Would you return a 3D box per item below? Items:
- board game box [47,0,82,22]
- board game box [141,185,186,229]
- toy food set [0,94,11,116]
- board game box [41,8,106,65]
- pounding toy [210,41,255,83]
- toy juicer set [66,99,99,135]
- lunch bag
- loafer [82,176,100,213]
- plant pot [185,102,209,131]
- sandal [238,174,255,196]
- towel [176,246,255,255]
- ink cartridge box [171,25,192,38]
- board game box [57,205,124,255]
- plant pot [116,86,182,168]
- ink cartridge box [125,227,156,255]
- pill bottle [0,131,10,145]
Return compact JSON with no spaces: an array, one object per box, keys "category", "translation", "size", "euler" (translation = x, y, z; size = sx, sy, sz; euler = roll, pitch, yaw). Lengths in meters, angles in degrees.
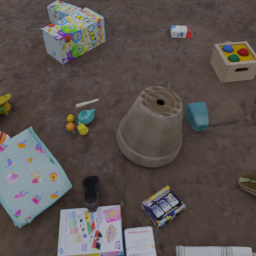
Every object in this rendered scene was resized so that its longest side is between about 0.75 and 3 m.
[{"category":"board game box","translation":[-3.332,-6.047,14.972],"size":[1.673,0.877,0.862],"euler":[27,55,20]},{"category":"board game box","translation":[1.054,2.355,8.392],"size":[1.042,0.295,0.861],"euler":[-28,54,-21]},{"category":"toy food set","translation":[-5.521,-0.497,10.535],"size":[2.501,0.817,1.471],"euler":[-26,31,-22]},{"category":"board game box","translation":[-2.506,-4.401,13.293],"size":[1.383,1.359,2.638],"euler":[37,59,27]},{"category":"pounding toy","translation":[4.901,-3.347,12.572],"size":[2.159,1.124,2.457],"euler":[-7,51,-5]},{"category":"toy juicer set","translation":[-1.763,-0.422,10.669],"size":[1.030,0.440,1.618],"euler":[1,51,25]},{"category":"lunch bag","translation":[-3.013,1.451,8.238],"size":[1.942,1.390,2.279],"euler":[-36,89,-28]},{"category":"loafer","translation":[-1.123,1.983,8.473],"size":[0.536,0.521,1.468],"euler":[-4,26,-1]},{"category":"plant pot","translation":[2.615,-0.386,10.465],"size":[0.663,0.664,0.939],"euler":[-6,58,-5]},{"category":"sandal","translation":[4.366,2.098,8.496],"size":[2.097,0.566,0.842],"euler":[25,48,37]},{"category":"towel","translation":[2.425,4.110,6.858],"size":[2.390,0.413,2.301],"euler":[3,50,1]},{"category":"ink cartridge box","translation":[2.764,-4.944,14.394],"size":[1.059,0.356,0.615],"euler":[2,51,0]},{"category":"board game box","translation":[-1.036,2.918,7.878],"size":[1.754,0.354,1.342],"euler":[-3,50,-3]},{"category":"plant pot","translation":[0.862,-0.178,9.202],"size":[2.302,1.997,2.302],"euler":[5,51,-7]},{"category":"ink cartridge box","translation":[0.334,3.270,7.521],"size":[0.772,0.465,1.062],"euler":[-4,52,-4]},{"category":"pill bottle","translation":[-5.079,0.258,8.689],"size":[1.345,2.381,1.345],"euler":[-36,34,29]}]
